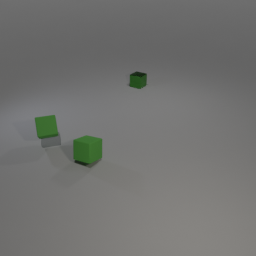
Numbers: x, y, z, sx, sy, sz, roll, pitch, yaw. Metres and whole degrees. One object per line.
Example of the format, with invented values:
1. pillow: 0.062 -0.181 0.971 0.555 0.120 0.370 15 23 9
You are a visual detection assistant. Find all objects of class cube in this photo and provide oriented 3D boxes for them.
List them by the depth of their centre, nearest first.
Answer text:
1. cube: -1.336 0.702 9.345 0.700 0.700 0.700 10 16 29
2. cube: -2.914 -0.031 10.073 0.700 0.700 0.700 -9 -6 -14
3. cube: 0.567 -2.644 15.453 0.700 0.700 0.700 19 35 29
